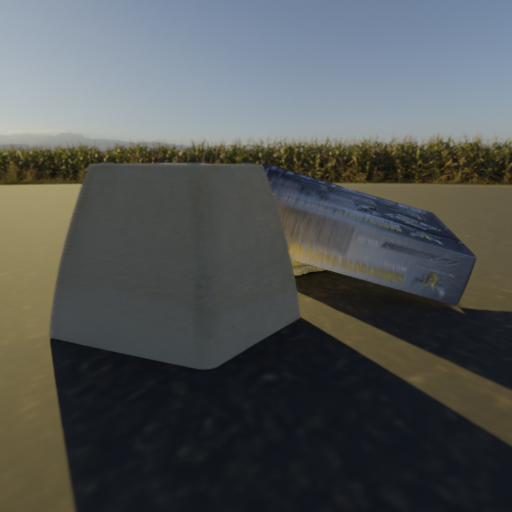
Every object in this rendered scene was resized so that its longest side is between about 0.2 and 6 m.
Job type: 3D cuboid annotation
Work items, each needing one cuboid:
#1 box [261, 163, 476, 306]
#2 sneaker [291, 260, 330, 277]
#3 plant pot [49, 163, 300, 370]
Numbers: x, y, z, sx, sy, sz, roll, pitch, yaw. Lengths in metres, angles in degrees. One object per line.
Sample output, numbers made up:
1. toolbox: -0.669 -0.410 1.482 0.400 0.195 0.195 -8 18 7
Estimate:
1. box: 1.301 -0.418 7.974 2.960 0.716 2.345 16 19 -2
2. sneaker: 0.898 -0.174 9.336 0.735 0.849 1.880 7 11 37
3. plant pot: -0.818 -0.098 6.026 2.030 1.799 2.032 5 11 28
